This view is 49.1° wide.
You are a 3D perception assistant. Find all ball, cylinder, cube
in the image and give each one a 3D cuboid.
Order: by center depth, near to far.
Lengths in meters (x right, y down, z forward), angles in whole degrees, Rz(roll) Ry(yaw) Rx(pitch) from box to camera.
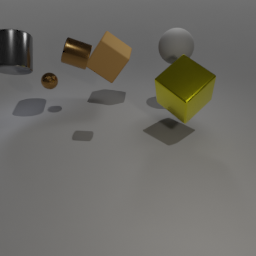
[{"bbox_3d":[-1.411,-2.042,7.705,0.700,0.700,0.700,16,27,-12],"label":"cylinder"},{"bbox_3d":[1.899,-1.295,9.455,1.400,1.400,1.400,-42,64,-12],"label":"cube"},{"bbox_3d":[-4.405,-2.881,10.794,1.400,1.400,1.400,-1,-2,0],"label":"cylinder"},{"bbox_3d":[1.911,-3.229,11.099,1.400,1.400,1.400,0,29,0],"label":"ball"},{"bbox_3d":[-3.280,-1.966,11.713,0.700,0.700,0.700,0,29,0],"label":"ball"},{"bbox_3d":[-0.825,-3.137,12.371,1.400,1.400,1.400,32,32,-15],"label":"cube"}]
